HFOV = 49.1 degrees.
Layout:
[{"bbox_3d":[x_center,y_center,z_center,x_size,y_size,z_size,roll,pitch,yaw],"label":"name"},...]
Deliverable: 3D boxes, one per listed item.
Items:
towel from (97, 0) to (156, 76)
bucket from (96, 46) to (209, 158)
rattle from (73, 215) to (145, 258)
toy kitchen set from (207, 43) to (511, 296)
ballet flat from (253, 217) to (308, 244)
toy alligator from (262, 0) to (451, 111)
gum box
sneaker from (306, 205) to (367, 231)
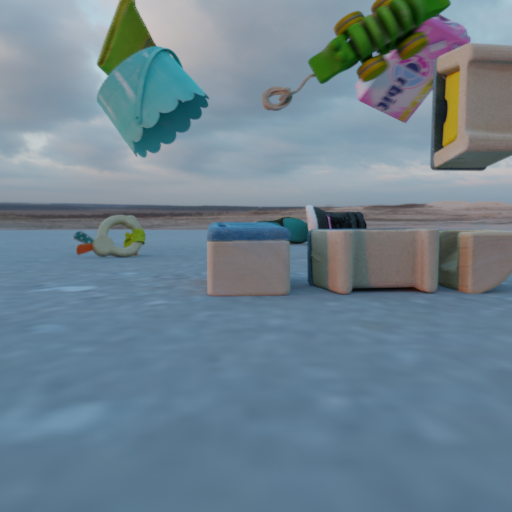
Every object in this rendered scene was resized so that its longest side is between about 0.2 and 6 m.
[{"bbox_3d":[-2.391,-3.865,10.791,0.280,1.336,3.105,20,4,-4],"label":"towel"},{"bbox_3d":[-1.740,-2.590,9.425,1.723,1.121,1.723,-39,1,1],"label":"bucket"},{"bbox_3d":[-2.069,-0.155,7.724,0.983,0.640,0.703,-28,8,-29],"label":"rattle"},{"bbox_3d":[0.677,-0.609,4.068,2.069,1.658,1.219,0,4,-5],"label":"toy kitchen set"},{"bbox_3d":[0.456,-0.534,12.634,1.890,0.668,0.668,-4,5,-43],"label":"ballet flat"},{"bbox_3d":[1.178,-2.499,6.693,2.561,0.760,0.695,-28,-4,6],"label":"toy alligator"},{"bbox_3d":[2.569,-3.207,9.293,0.997,0.581,1.757,20,-46,-18],"label":"gum box"},{"bbox_3d":[1.794,-0.689,12.356,1.231,0.878,2.482,-4,-2,13],"label":"sneaker"}]
